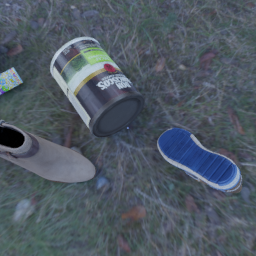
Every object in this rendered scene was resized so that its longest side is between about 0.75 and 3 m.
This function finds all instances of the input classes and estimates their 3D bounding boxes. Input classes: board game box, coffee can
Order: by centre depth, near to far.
[{"bbox_3d":[-0.950,-1.219,8.454,1.831,1.831,2.501,-32,68,-14],"label":"coffee can"},{"bbox_3d":[-4.032,-1.555,9.294,0.858,0.450,0.442,-34,44,-13],"label":"board game box"}]

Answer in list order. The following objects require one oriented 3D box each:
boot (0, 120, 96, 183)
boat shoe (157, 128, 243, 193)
[{"bbox_3d":[-2.379,0.641,7.294,2.983,2.181,1.048,13,71,4],"label":"boot"},{"bbox_3d":[1.847,0.946,7.637,1.015,1.017,2.809,-46,38,-3],"label":"boat shoe"}]
